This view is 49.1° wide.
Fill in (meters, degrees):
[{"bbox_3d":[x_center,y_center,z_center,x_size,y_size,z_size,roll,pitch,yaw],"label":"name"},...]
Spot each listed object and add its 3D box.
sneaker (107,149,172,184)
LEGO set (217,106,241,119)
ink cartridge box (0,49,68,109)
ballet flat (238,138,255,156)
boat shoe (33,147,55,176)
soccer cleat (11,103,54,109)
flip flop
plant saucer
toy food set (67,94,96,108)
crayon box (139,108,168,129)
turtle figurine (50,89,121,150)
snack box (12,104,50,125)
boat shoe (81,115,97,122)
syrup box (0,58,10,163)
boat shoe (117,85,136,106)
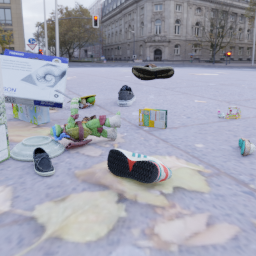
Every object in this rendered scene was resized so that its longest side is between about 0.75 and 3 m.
[{"bbox_3d":[0.251,0.916,6.588,0.814,0.613,1.741,14,-2,-44],"label":"sneaker"},{"bbox_3d":[4.671,-0.744,12.356,1.469,0.547,0.676,-9,18,-30],"label":"LEGO set"},{"bbox_3d":[-3.542,-1.988,10.393,2.540,0.517,2.545,5,59,-12],"label":"ink cartridge box"},{"bbox_3d":[3.465,0.530,8.115,0.389,0.394,1.157,12,19,13],"label":"ballet flat"},{"bbox_3d":[-2.122,0.825,6.953,0.439,0.366,1.177,-8,25,-27],"label":"boat shoe"},{"bbox_3d":[-4.632,-1.485,14.363,2.859,0.991,1.109,1,13,13],"label":"soccer cleat"},{"bbox_3d":[1.018,-2.351,11.436,1.742,0.706,0.501,-2,54,4],"label":"flip flop"},{"bbox_3d":[-2.619,0.517,8.115,1.525,0.383,1.525,1,16,0],"label":"plant saucer"},{"bbox_3d":[-2.278,-1.292,14.544,1.032,0.573,1.754,-19,1,35],"label":"toy food set"},{"bbox_3d":[0.963,-0.387,10.799,1.100,0.692,0.284,8,17,25],"label":"crayon box"},{"bbox_3d":[-1.379,-0.310,8.913,2.096,1.556,2.162,2,21,-15],"label":"turtle figurine"},{"bbox_3d":[-4.120,-1.145,11.653,2.004,1.690,0.678,12,21,39],"label":"snack box"},{"bbox_3d":[-1.600,-0.232,10.663,0.465,0.464,1.289,10,18,31],"label":"boat shoe"},{"bbox_3d":[-3.845,-0.403,6.957,1.124,2.760,1.087,4,16,16],"label":"syrup box"},{"bbox_3d":[-0.134,-1.962,15.943,1.031,0.976,2.947,2,16,8],"label":"boat shoe"}]
